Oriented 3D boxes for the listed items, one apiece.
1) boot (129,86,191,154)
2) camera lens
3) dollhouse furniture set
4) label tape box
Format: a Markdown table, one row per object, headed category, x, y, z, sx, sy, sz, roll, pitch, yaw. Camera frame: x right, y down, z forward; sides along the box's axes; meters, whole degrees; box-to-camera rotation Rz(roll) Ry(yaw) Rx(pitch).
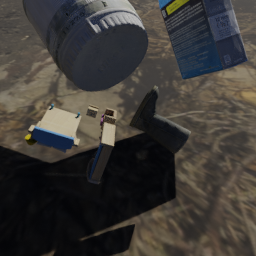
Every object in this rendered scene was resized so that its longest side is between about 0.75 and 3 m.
| category | x | y | z | sx | sy | sz | roll | pitch | yaw |
| --- | --- | --- | --- | --- | --- | --- | --- | --- | --- |
| boot | 0.812 | -0.162 | 6.181 | 1.290 | 1.173 | 0.468 | 30 | 26 | 1 |
| camera lens | -1.153 | -2.760 | 7.342 | 2.394 | 2.394 | 2.993 | -23 | 65 | -25 |
| dollhouse furniture set | -1.040 | 0.170 | 5.187 | 1.423 | 0.929 | 1.344 | 17 | 31 | -10 |
| label tape box | 1.991 | -2.986 | 7.987 | 0.955 | 2.890 | 2.070 | -21 | 9 | -18 |
